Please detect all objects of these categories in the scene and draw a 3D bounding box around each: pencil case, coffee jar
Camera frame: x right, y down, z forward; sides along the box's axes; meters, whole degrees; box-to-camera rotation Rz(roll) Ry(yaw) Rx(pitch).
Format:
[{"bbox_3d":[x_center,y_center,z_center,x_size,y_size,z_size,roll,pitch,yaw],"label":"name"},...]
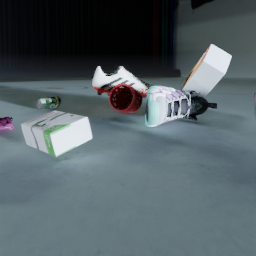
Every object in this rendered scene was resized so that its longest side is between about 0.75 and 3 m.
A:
[{"bbox_3d":[-3.576,-0.061,7.463,0.945,0.429,0.442,-13,52,-40],"label":"pencil case"},{"bbox_3d":[-3.272,-1.047,11.630,0.953,0.407,0.497,-9,-26,-39],"label":"coffee jar"}]

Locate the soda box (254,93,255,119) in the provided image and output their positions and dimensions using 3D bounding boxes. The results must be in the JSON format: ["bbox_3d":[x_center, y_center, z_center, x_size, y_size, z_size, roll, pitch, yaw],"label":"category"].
[{"bbox_3d":[4.250,-0.526,8.181,0.941,0.875,2.752,-2,11,22],"label":"soda box"}]

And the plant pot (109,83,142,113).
[{"bbox_3d":[-0.039,-1.048,10.385,1.043,1.043,0.949,6,-3,25],"label":"plant pot"}]

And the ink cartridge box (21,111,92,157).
[{"bbox_3d":[-1.483,0.069,5.745,1.224,0.516,0.894,12,31,43],"label":"ink cartridge box"}]

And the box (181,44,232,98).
[{"bbox_3d":[2.639,-1.818,9.641,0.822,1.687,1.049,31,54,0],"label":"box"}]

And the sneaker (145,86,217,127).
[{"bbox_3d":[1.670,-0.701,8.587,2.094,1.163,2.993,7,20,10],"label":"sneaker"}]

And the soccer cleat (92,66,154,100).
[{"bbox_3d":[-0.013,-1.842,11.235,2.806,1.195,0.963,3,20,-11],"label":"soccer cleat"}]
